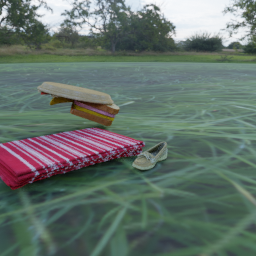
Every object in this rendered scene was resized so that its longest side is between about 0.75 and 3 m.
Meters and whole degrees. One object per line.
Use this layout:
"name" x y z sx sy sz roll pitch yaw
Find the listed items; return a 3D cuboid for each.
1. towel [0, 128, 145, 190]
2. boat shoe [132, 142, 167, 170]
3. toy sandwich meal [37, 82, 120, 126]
"towel" -1.386 0.484 6.097 2.951 0.332 2.134 -11 17 -39
"boat shoe" 0.472 0.560 5.754 0.389 0.336 1.067 19 23 38
"toy sandwich meal" -1.463 -0.729 8.222 2.444 0.837 2.444 12 9 -2
